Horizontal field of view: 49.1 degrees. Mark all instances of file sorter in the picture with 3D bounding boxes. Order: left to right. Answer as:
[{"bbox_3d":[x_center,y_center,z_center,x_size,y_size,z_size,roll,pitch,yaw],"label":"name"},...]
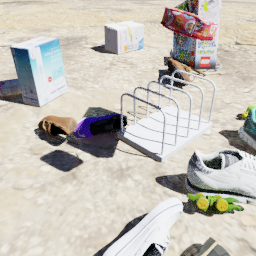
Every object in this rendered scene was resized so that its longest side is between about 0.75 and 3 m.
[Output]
[{"bbox_3d":[1.289,-0.575,9.125,2.781,1.732,1.930,-28,41,-36],"label":"file sorter"}]

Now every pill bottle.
[{"bbox_3d":[-4.917,-1.770,12.010,1.151,0.652,0.652,-11,34,-17],"label":"pill bottle"}]

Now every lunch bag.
[{"bbox_3d":[1.175,-1.953,5.248,0.970,0.397,0.855,32,32,23],"label":"lunch bag"}]

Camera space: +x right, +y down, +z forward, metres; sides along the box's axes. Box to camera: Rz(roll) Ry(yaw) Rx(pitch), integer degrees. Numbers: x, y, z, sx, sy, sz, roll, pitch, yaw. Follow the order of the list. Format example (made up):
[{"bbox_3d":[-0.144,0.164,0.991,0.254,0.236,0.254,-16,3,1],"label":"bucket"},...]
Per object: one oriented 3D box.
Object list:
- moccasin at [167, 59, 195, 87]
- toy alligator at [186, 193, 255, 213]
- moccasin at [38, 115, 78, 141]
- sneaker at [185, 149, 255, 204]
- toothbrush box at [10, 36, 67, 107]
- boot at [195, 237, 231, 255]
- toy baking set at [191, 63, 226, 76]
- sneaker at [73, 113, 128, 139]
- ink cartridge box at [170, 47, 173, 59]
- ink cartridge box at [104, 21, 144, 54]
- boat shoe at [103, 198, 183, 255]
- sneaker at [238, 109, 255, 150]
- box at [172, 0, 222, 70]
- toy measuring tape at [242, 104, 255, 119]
[{"bbox_3d":[2.568,-2.665,13.244,1.054,0.999,2.730,-8,23,3],"label":"moccasin"},{"bbox_3d":[2.190,1.816,6.566,1.651,0.397,0.547,5,1,8],"label":"toy alligator"},{"bbox_3d":[-2.367,0.009,9.057,1.751,0.640,0.676,7,49,36],"label":"moccasin"},{"bbox_3d":[2.920,1.129,6.968,2.884,1.161,1.102,1,30,-2],"label":"sneaker"},{"bbox_3d":[-3.497,-2.292,11.262,0.992,2.326,1.703,15,34,25],"label":"toothbrush box"},{"bbox_3d":[1.577,2.746,4.991,1.050,0.588,1.518,30,43,31],"label":"boot"},{"bbox_3d":[3.949,-3.174,14.303,1.536,0.233,2.002,-32,57,-27],"label":"toy baking set"},{"bbox_3d":[-0.830,-0.079,9.115,1.848,0.642,0.919,-18,18,-25],"label":"sneaker"},{"bbox_3d":[3.381,-3.800,15.551,2.075,0.592,1.686,17,32,-4],"label":"ink cartridge box"},{"bbox_3d":[-0.248,-5.611,17.292,2.033,1.497,1.471,-23,39,-30],"label":"ink cartridge box"},{"bbox_3d":[0.475,2.274,5.623,2.171,0.799,0.710,-34,49,-27],"label":"boat shoe"},{"bbox_3d":[4.278,0.275,8.294,0.989,1.163,2.550,-12,35,-17],"label":"sneaker"},{"bbox_3d":[1.632,-2.410,7.134,0.488,1.546,2.808,-1,18,-1],"label":"box"},{"bbox_3d":[4.915,-0.645,10.328,1.610,0.592,0.592,-10,34,-15],"label":"toy measuring tape"}]
